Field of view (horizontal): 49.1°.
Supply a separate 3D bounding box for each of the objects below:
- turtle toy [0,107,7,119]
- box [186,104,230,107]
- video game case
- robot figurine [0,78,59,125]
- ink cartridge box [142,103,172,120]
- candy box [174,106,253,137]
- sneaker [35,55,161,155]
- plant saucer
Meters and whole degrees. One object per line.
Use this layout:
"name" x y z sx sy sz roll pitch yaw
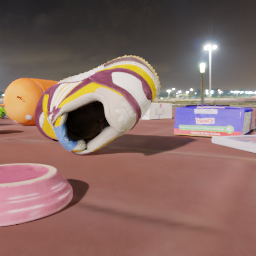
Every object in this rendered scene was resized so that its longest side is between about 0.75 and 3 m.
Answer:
"turtle toy" -6.439 -0.788 13.990 0.904 0.627 1.240 24 -3 -26
"box" 3.910 -0.808 13.916 1.317 0.736 1.866 1 4 -21
"video game case" 2.357 0.256 4.887 1.220 0.154 1.339 -2 5 -15
"robot figurine" -3.130 -0.903 9.905 2.011 1.631 2.796 34 19 24
"ink cartridge box" 0.929 -0.825 13.565 1.371 0.794 2.354 5 5 42
"candy box" 2.160 -0.192 6.906 1.520 0.692 1.798 5 6 29
"sneaker" -0.913 -0.181 4.529 2.955 1.107 1.331 -20 24 44
"plant saucer" -0.903 0.455 2.145 0.939 0.238 0.939 -1 5 0
